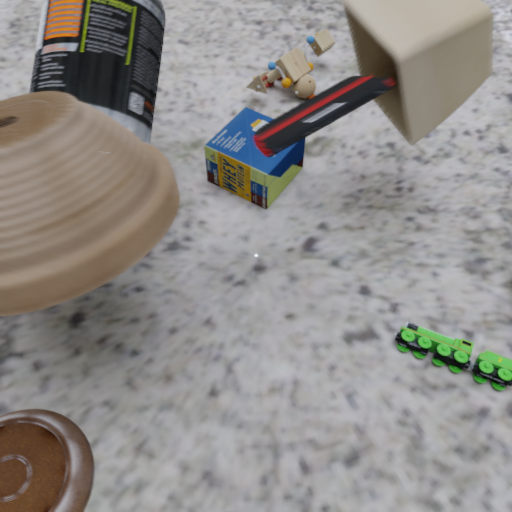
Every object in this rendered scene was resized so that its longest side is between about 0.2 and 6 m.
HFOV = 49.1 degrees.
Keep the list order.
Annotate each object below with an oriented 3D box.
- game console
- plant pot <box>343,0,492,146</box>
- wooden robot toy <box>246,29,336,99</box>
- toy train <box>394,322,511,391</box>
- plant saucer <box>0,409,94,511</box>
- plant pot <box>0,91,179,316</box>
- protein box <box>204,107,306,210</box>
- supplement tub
[{"bbox_3d":[0.657,-1.515,6.060,1.431,0.222,1.266,-30,21,4],"label":"game console"},{"bbox_3d":[2.226,-2.720,7.435,1.372,1.549,1.547,-27,52,3],"label":"plant pot"},{"bbox_3d":[0.832,-3.529,11.102,2.204,0.971,1.000,-41,98,-27],"label":"wooden robot toy"},{"bbox_3d":[2.665,1.303,7.531,1.614,0.337,0.455,21,46,16],"label":"toy train"},{"bbox_3d":[-2.850,2.625,6.537,1.843,0.296,1.843,0,53,1],"label":"plant saucer"},{"bbox_3d":[-2.262,-0.788,5.649,2.756,1.272,2.756,-9,37,7],"label":"plant pot"},{"bbox_3d":[-0.010,-1.670,9.463,1.233,0.832,1.224,28,57,19],"label":"protein box"},{"bbox_3d":[-2.147,-2.712,7.695,1.649,1.649,2.692,6,84,5],"label":"supplement tub"}]
